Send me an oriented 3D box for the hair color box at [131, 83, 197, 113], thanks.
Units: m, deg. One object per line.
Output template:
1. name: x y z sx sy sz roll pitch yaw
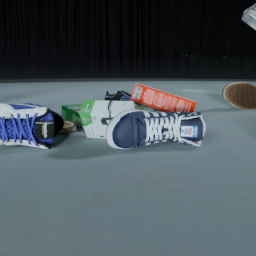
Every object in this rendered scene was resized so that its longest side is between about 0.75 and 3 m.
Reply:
1. hair color box: 1.125 -0.856 9.197 2.005 0.614 1.018 18 2 3

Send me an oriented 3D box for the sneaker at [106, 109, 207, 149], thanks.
1. sneaker: 0.762 0.040 6.125 1.308 0.845 2.412 9 12 44

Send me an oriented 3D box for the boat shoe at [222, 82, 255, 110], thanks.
1. boat shoe: 5.199 -1.300 12.066 2.995 1.106 1.108 8 6 -19

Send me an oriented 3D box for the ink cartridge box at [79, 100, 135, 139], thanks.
1. ink cartridge box: -0.449 -0.191 6.857 1.235 0.905 0.513 2 47 12

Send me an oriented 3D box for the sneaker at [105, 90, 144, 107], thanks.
1. sneaker: -0.053 -1.307 12.517 1.972 0.768 0.692 -3 12 -11

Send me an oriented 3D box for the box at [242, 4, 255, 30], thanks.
1. box: 4.810 -3.554 9.106 1.298 0.396 1.639 -36 64 -8

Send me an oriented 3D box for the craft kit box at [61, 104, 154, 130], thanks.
1. craft kit box: -0.745 -0.474 9.320 2.342 0.575 2.371 -4 13 -30

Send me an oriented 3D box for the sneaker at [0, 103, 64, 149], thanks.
1. sneaker: -2.474 -0.078 6.079 1.560 1.091 2.701 7 12 38

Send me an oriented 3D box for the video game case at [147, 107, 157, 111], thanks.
1. video game case: 0.928 -0.785 11.760 0.603 0.080 0.844 8 16 33

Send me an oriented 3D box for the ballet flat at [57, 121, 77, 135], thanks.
1. ballet flat: -2.107 -0.146 7.924 0.636 0.438 1.889 -11 16 -41
